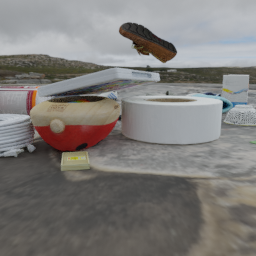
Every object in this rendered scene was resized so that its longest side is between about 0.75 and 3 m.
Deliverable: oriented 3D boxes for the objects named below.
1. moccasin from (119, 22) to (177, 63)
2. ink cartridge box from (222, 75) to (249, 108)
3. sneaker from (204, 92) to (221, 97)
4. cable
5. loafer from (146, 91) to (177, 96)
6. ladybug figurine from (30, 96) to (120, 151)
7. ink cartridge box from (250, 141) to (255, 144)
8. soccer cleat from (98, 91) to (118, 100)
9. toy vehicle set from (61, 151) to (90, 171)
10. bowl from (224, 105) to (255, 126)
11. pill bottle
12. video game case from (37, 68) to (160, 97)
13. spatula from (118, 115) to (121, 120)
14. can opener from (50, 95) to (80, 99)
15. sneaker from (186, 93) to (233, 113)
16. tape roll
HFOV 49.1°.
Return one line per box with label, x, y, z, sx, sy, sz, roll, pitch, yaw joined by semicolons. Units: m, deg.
moccasin;0.458;-2.089;7.044;1.732;0.633;0.668;10;-42;-42
ink cartridge box;5.229;-1.781;13.677;1.170;1.618;1.191;4;12;22
sneaker;3.842;-1.312;13.631;0.893;0.803;2.171;6;5;35
cable;-3.213;0.116;6.385;2.069;0.716;2.069;-4;12;-20
loafer;2.045;-1.381;13.596;2.488;0.868;0.870;-3;12;-14
ladybug figurine;-1.225;-0.170;6.891;2.033;1.078;2.995;2;11;11
ink cartridge box;4.073;0.072;7.015;1.919;0.569;0.996;-7;13;-30
soccer cleat;-1.396;-2.071;17.386;1.772;0.765;0.619;-11;16;-43
toy vehicle set;-1.015;0.624;5.401;0.507;0.108;0.817;-2;11;-10
bowl;4.022;-0.482;9.763;1.279;0.600;1.279;0;12;0
pill bottle;-3.962;-0.815;9.723;2.292;1.256;1.256;0;11;2
video game case;-0.589;-1.181;7.503;2.143;0.270;2.993;-8;4;24
spatula;-0.858;-0.421;10.249;2.660;0.273;0.752;0;10;-6
can opener;-3.138;-1.013;12.784;0.959;0.765;2.868;42;30;22
sneaker;3.358;-1.026;11.751;2.421;0.895;0.992;-6;8;-26
tape roll;1.183;-0.333;7.960;2.829;0.989;2.829;0;12;0
